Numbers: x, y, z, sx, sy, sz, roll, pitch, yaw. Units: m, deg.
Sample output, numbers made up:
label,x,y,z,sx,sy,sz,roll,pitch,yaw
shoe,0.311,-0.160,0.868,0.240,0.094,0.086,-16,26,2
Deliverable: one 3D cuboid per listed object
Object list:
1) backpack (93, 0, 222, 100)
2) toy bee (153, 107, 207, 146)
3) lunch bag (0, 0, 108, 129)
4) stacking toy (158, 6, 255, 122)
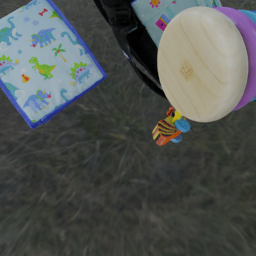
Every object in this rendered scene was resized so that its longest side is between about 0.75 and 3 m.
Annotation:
label,x,y,z,sx,sy,sz,roll,pitch,yaw
backpack,0.694,-1.651,4.723,1.634,2.582,2.154,-34,31,13
toy bee,0.691,-0.046,4.331,1.001,0.655,0.544,7,41,-55
lunch bag,-1.522,-1.126,5.025,1.610,1.207,1.894,-37,71,-8
stacking toy,1.668,-0.881,3.223,2.583,1.103,1.103,-16,55,-25
